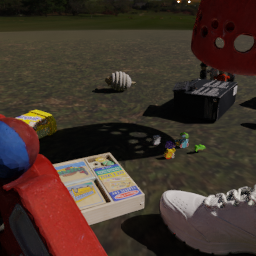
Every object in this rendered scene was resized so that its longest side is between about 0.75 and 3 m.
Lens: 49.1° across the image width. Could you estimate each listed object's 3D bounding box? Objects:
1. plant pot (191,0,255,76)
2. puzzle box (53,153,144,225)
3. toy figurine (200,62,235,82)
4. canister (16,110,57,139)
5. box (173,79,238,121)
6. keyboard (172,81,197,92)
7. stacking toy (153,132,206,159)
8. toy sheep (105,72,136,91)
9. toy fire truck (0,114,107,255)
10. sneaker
[{"bbox_3d":[2.767,-2.729,6.409,2.411,2.196,2.411,-1,40,1],"label":"plant pot"},{"bbox_3d":[-1.252,1.230,5.279,2.664,0.339,1.773,-10,26,-23],"label":"puzzle box"},{"bbox_3d":[4.264,-2.634,13.298,1.488,1.051,1.511,-19,30,-37],"label":"toy figurine"},{"bbox_3d":[-2.857,0.044,7.691,1.066,0.621,1.435,16,29,32],"label":"canister"},{"bbox_3d":[2.766,-1.077,9.910,1.570,0.877,2.225,15,28,31],"label":"box"},{"bbox_3d":[1.977,-1.447,9.611,0.796,0.129,1.253,1,22,16],"label":"keyboard"},{"bbox_3d":[1.285,0.437,7.264,1.135,0.267,0.855,-7,26,-20],"label":"stacking toy"},{"bbox_3d":[-0.327,-2.032,12.172,1.342,0.926,0.926,1,23,-6],"label":"toy sheep"},{"bbox_3d":[-0.999,1.027,2.713,1.521,2.278,2.713,-21,72,-42],"label":"toy fire truck"},{"bbox_3d":[1.769,1.290,4.110,2.709,1.180,1.009,9,26,23],"label":"sneaker"}]
